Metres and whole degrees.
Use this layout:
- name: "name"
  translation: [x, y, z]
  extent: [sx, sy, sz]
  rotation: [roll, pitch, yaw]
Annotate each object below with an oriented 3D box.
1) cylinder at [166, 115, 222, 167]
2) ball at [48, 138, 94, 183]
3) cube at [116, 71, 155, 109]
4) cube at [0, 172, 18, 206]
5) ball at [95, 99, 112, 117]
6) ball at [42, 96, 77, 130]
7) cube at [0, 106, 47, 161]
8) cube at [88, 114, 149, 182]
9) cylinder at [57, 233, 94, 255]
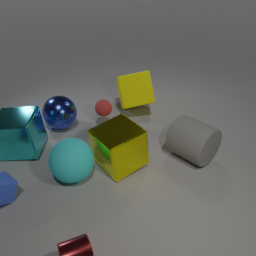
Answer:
- name: "cylinder"
  translation: [2.269, 0.423, 9.701]
  extent: [1.400, 1.400, 1.400]
  rotation: [-27, 41, -37]
- name: "ball"
  translation: [-1.764, 1.012, 8.755]
  extent: [1.400, 1.400, 1.400]
  rotation: [0, 31, 0]
- name: "cube"
  translation: [0.314, -1.681, 12.597]
  extent: [1.400, 1.400, 1.400]
  rotation: [-12, 5, -4]
- name: "cube"
  translation: [-3.711, 1.743, 8.019]
  extent: [0.700, 0.700, 0.700]
  rotation: [25, 14, 32]
- name: "ball"
  translation: [-0.997, -0.814, 11.415]
  extent: [0.700, 0.700, 0.700]
  rotation: [0, 31, 0]
- name: "ball"
  translation: [-2.797, -0.629, 11.484]
  extent: [1.400, 1.400, 1.400]
  rotation: [0, 31, 0]
- name: "cube"
  translation: [-3.874, 0.176, 9.977]
  extent: [1.400, 1.400, 1.400]
  rotation: [-3, 35, 3]
- name: "cube"
  translation: [-0.290, 0.618, 9.264]
  extent: [1.400, 1.400, 1.400]
  rotation: [-27, 41, -25]
- name: "cylinder"
  translation: [-1.197, 2.875, 6.406]
  extent: [0.700, 0.700, 0.700]
  rotation: [-14, 34, -21]
